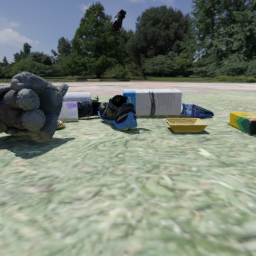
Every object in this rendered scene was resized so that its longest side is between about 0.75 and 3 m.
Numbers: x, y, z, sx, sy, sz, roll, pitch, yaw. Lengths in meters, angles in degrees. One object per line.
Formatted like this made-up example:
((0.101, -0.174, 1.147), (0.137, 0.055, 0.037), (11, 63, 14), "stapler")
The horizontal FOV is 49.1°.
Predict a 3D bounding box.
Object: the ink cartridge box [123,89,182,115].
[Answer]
((1.104, -1.268, 13.407), (2.676, 1.128, 1.954), (0, 12, 2), "ink cartridge box")

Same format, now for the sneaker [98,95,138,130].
((-0.369, -0.709, 10.637), (0.997, 1.165, 2.811), (-3, 12, -23), "sneaker")

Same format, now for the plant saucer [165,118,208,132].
((1.996, -0.091, 9.797), (1.267, 0.307, 1.266), (0, 12, -1), "plant saucer")

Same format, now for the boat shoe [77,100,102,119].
((-1.744, -0.826, 12.056), (2.075, 0.774, 0.646), (0, -15, -22), "boat shoe")

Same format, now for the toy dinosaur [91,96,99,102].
((-2.057, -1.290, 14.954), (2.563, 0.608, 1.130), (1, 27, 0), "toy dinosaur")

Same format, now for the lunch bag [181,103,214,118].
((3.185, -0.760, 12.629), (1.262, 0.594, 0.950), (6, 7, -19), "lunch bag")

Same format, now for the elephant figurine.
((-3.614, -0.489, 8.339), (2.966, 2.098, 2.301), (-12, -22, 21), "elephant figurine")

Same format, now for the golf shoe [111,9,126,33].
((-0.408, -4.317, 11.371), (0.382, 0.982, 0.464), (29, 3, -28), "golf shoe")

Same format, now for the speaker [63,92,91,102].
((-3.034, -1.274, 13.830), (2.430, 0.987, 0.987), (-2, 12, -9), "speaker")

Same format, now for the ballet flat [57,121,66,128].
((-2.600, -0.121, 9.740), (0.418, 0.384, 1.217), (6, 13, 26), "ballet flat")

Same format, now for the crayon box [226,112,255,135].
((4.467, -0.221, 9.902), (1.302, 0.521, 2.050), (-1, 11, -3), "crayon box")

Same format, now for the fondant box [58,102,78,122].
((-2.584, -0.664, 11.391), (1.061, 0.765, 0.309), (-2, -24, -13), "fondant box")
